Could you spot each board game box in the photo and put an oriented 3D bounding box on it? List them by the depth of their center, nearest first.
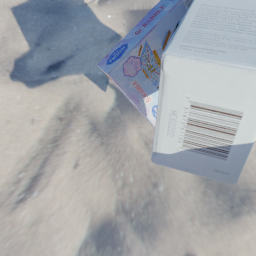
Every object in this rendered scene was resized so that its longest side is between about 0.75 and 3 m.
[{"bbox_3d":[0.700,-1.177,5.148,1.916,1.921,0.395,-45,48,1],"label":"board game box"}]

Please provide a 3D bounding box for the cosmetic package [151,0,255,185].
[{"bbox_3d":[1.158,-0.842,3.575,0.984,1.401,2.762,14,42,14],"label":"cosmetic package"}]
